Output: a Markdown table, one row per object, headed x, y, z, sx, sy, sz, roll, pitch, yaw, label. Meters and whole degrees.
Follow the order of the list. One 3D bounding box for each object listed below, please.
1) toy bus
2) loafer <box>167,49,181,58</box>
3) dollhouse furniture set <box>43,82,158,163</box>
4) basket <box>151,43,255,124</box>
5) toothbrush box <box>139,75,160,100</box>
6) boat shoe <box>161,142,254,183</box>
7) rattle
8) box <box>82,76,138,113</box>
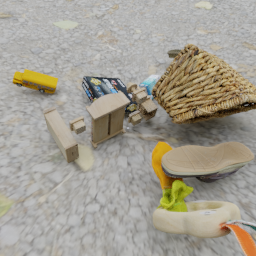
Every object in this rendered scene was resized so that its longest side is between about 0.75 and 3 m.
| x | y | z | sx | sy | sz | roll | pitch | yaw | label |
| --- | --- | --- | --- | --- | --- | --- | --- | --- | --- |
| -3.047 | -1.549 | 9.236 | 1.367 | 0.535 | 0.445 | 14 | 63 | -17 | toy bus |
| 2.199 | -2.500 | 10.274 | 1.586 | 0.535 | 0.603 | 13 | 27 | 7 | loafer |
| -0.675 | -0.537 | 7.666 | 2.939 | 1.523 | 1.301 | -27 | 64 | -21 | dollhouse furniture set |
| 2.183 | -0.689 | 7.451 | 2.048 | 1.962 | 2.750 | 49 | 28 | 23 | basket |
| 0.762 | -1.333 | 9.305 | 0.334 | 0.573 | 0.783 | 14 | 43 | 38 | toothbrush box |
| 1.771 | 0.853 | 6.285 | 2.362 | 0.765 | 0.849 | -7 | 39 | -27 | boat shoe |
| 1.446 | 1.142 | 5.240 | 1.759 | 2.702 | 1.930 | 11 | 77 | -6 | rattle |
| -0.585 | -1.070 | 8.831 | 1.333 | 0.386 | 1.677 | -1 | 36 | -27 | box |
